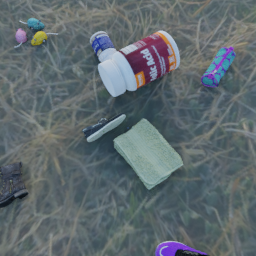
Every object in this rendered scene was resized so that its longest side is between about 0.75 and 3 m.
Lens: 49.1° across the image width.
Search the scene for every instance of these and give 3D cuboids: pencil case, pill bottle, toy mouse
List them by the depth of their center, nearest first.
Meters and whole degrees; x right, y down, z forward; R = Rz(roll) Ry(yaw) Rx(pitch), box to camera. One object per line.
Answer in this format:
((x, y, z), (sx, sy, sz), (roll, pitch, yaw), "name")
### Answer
((0.371, -2.247, 9.963), (2.624, 1.498, 1.498), (-29, 71, -11), "pill bottle")
((3.364, -2.253, 10.391), (0.680, 0.738, 1.598), (32, 71, 10), "pencil case")
((-0.871, -2.958, 10.663), (0.746, 0.746, 1.290), (-25, 71, -9), "pill bottle")
((-3.994, -3.959, 11.271), (1.752, 0.339, 1.557), (-35, 73, -13), "toy mouse")

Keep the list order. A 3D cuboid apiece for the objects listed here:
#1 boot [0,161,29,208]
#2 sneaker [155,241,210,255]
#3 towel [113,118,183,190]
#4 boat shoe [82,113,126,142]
((-3.934, 1.813, 8.989), (1.403, 0.486, 1.221), (-23, 67, -16), "boot")
((1.797, 3.714, 7.907), (2.012, 1.001, 0.700), (15, 70, 5), "sneaker")
((0.660, 0.799, 9.338), (1.571, 0.386, 2.117), (-36, 71, -11), "towel")
((-0.817, -0.136, 9.654), (1.574, 0.565, 0.532), (-30, 70, -8), "boat shoe")
